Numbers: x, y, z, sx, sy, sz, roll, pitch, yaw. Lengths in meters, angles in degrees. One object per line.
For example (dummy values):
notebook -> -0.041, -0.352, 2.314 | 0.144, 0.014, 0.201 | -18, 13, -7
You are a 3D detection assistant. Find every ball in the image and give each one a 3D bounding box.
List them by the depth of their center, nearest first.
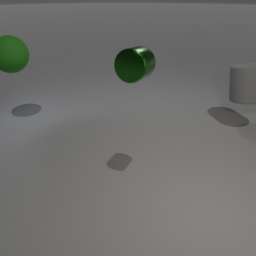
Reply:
ball -> -4.477, -2.791, 10.610 | 1.400, 1.400, 1.400 | 0, 27, 0

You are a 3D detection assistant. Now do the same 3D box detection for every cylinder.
cylinder -> 0.158, -1.359, 5.967 | 0.700, 0.700, 0.700 | 11, 23, 20
cylinder -> 4.725, -1.761, 10.983 | 1.400, 1.400, 1.400 | -5, 17, 1
